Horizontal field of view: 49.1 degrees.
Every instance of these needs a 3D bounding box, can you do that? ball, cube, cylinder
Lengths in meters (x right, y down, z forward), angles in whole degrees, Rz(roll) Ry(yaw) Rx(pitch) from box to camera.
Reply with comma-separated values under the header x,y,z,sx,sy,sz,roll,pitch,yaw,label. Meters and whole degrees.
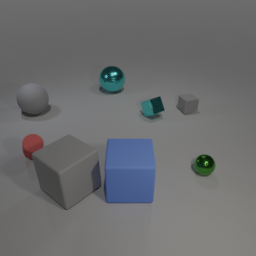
x,y,z,sx,sy,sz,roll,pitch,yaw,label
-4.351,-1.334,12.817,1.400,1.400,1.400,0,31,0,ball
0.055,1.271,8.482,1.400,1.400,1.400,0,33,0,cube
1.112,-0.968,12.697,0.700,0.700,0.700,-21,6,-31,cube
2.549,1.223,9.317,0.700,0.700,0.700,0,31,0,ball
2.828,-1.144,13.214,0.700,0.700,0.700,-9,32,-18,cube
-3.381,0.656,9.956,0.700,0.700,0.700,8,63,-16,cylinder
-1.816,1.269,8.474,1.400,1.400,1.400,24,40,36,cube
-0.850,-2.610,14.971,1.400,1.400,1.400,0,31,0,ball
